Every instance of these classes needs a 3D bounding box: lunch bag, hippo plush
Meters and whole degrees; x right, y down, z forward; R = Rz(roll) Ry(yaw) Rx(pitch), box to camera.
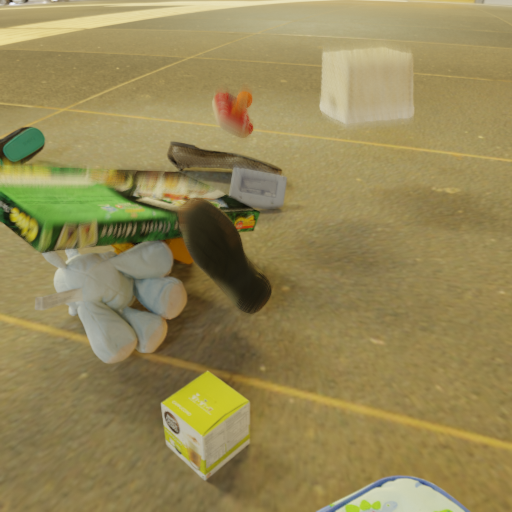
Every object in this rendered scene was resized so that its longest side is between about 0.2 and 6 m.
[{"bbox_3d":[0.860,3.178,4.431,3.010,1.241,2.419,-16,22,-24],"label":"lunch bag"},{"bbox_3d":[-2.453,0.685,8.802,2.333,1.858,1.876,-1,-4,-34],"label":"hippo plush"}]

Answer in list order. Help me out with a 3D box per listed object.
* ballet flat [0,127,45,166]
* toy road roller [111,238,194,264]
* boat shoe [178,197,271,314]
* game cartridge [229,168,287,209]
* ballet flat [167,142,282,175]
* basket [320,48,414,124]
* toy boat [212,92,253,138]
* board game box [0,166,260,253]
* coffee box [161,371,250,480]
[{"bbox_3d":[-6.607,-2.408,14.229,1.040,1.040,2.847,15,41,23],"label":"ballet flat"},{"bbox_3d":[-2.026,-0.097,10.511,1.647,1.202,1.012,22,9,-46],"label":"toy road roller"},{"bbox_3d":[-0.572,0.019,8.650,0.805,2.127,0.786,-38,31,-12],"label":"boat shoe"},{"bbox_3d":[0.038,-1.501,12.732,1.252,0.256,0.834,10,74,-5],"label":"game cartridge"},{"bbox_3d":[-0.857,-2.292,14.257,3.083,0.715,1.039,14,4,11],"label":"ballet flat"},{"bbox_3d":[2.495,-3.877,12.662,1.710,1.375,1.695,-8,27,-12],"label":"basket"},{"bbox_3d":[-0.352,-2.843,10.838,0.747,0.748,1.145,19,39,-34],"label":"toy boat"},{"bbox_3d":[-2.094,-0.867,9.026,2.235,0.500,4.265,32,24,32],"label":"board game box"},{"bbox_3d":[-0.614,2.072,6.930,0.781,0.773,0.782,27,40,36],"label":"coffee box"}]
